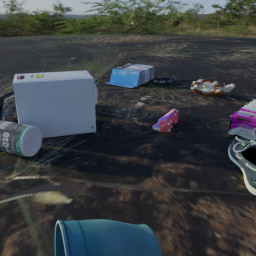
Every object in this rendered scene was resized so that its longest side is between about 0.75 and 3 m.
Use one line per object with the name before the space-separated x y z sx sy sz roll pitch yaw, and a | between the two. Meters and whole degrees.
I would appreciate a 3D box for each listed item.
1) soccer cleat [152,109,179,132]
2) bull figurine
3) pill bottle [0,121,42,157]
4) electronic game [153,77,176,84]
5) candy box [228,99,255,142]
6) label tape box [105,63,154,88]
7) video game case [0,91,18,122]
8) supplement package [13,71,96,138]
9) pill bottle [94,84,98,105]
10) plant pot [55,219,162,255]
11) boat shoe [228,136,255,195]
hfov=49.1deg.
soccer cleat | 1.532 -0.328 11.006 0.679 0.592 1.776 4 25 24
bull figurine | 4.373 -2.094 14.613 2.254 0.734 1.368 4 -2 23
pill bottle | -3.755 0.303 8.981 1.749 0.989 0.989 8 25 19
electronic game | 2.238 -2.873 17.121 1.424 0.296 1.424 -4 19 1
candy box | 5.125 -0.267 10.510 1.785 0.798 2.618 19 30 36
label tape box | 0.149 -3.300 17.366 1.978 0.913 2.761 14 26 29
video game case | -4.620 -0.788 11.034 0.188 1.333 1.475 20 24 3
supplement package | -2.653 -0.904 10.332 2.693 2.097 1.493 -7 24 -17
pill bottle | -2.702 -1.580 12.842 2.395 1.393 1.393 10 25 25
plant pot | -0.293 2.126 4.298 1.454 1.547 1.547 -2 23 -21
boat shoe | 3.506 0.831 7.937 1.025 0.847 2.738 4 24 10
